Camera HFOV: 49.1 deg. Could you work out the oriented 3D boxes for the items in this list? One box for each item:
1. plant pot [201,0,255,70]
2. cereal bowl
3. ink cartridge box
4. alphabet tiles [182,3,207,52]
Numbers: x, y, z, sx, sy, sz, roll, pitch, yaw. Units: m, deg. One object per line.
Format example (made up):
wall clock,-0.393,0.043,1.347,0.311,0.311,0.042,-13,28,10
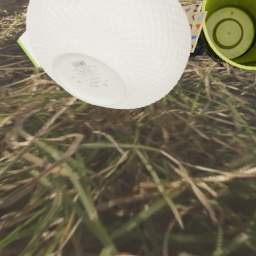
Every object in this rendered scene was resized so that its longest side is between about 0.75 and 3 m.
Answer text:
plant pot,2.708,-2.492,6.744,2.296,2.296,2.210,2,8,3
cereal bowl,-0.431,-1.164,4.576,2.726,2.726,1.135,12,63,16
ink cartridge box,-2.548,-2.795,8.849,1.129,1.528,0.579,53,19,2
alphabet tiles,1.101,-1.988,5.903,0.041,1.286,1.070,21,-2,-38
